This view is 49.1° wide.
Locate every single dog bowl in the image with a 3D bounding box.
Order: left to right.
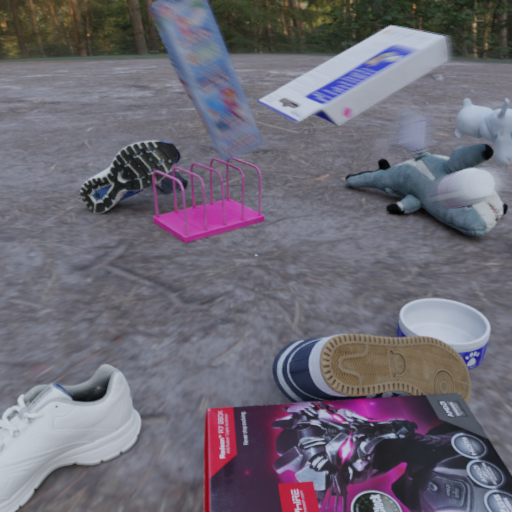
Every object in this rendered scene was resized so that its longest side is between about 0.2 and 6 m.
[{"bbox_3d":[2.659,1.113,8.012,1.231,0.485,1.231,0,25,0],"label":"dog bowl"}]

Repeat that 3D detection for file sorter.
[{"bbox_3d":[-1.054,-1.333,12.248,2.056,1.290,1.429,-18,30,-33],"label":"file sorter"}]

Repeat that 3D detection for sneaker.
[{"bbox_3d":[-2.351,1.867,5.793,2.374,1.034,0.884,-23,34,-38],"label":"sneaker"},{"bbox_3d":[-2.826,-1.938,12.832,2.630,1.033,1.172,-23,15,27],"label":"sneaker"},{"bbox_3d":[1.375,1.447,6.844,2.474,0.867,1.342,14,-22,-30],"label":"sneaker"}]

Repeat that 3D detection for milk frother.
[{"bbox_3d":[-2.254,-2.254,14.528,0.927,1.027,0.966,-12,28,-32],"label":"milk frother"}]

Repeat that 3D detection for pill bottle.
[{"bbox_3d":[3.236,-1.042,8.627,0.559,0.559,0.995,-2,0,-3],"label":"pill bottle"}]

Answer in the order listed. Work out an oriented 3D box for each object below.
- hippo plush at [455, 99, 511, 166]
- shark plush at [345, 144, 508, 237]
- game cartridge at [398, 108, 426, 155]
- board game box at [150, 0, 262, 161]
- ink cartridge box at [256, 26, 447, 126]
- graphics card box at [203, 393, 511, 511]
[{"bbox_3d":[4.521,-2.423,10.942,1.508,1.201,1.213,-10,20,-44],"label":"hippo plush"},{"bbox_3d":[3.668,-1.628,12.879,4.270,1.940,1.779,28,68,37],"label":"shark plush"},{"bbox_3d":[3.148,-2.517,11.319,0.566,0.873,0.168,18,-23,-15],"label":"game cartridge"},{"bbox_3d":[-0.994,-3.466,10.965,0.916,2.968,2.970,-26,20,-2],"label":"board game box"},{"bbox_3d":[0.963,-1.785,5.712,1.796,0.333,0.850,-30,38,-12],"label":"ink cartridge box"},{"bbox_3d":[0.924,2.216,5.404,2.862,0.728,1.795,-1,25,-4],"label":"graphics card box"}]
